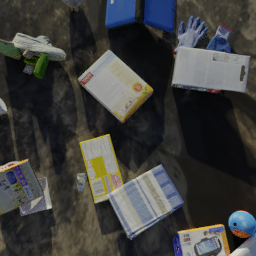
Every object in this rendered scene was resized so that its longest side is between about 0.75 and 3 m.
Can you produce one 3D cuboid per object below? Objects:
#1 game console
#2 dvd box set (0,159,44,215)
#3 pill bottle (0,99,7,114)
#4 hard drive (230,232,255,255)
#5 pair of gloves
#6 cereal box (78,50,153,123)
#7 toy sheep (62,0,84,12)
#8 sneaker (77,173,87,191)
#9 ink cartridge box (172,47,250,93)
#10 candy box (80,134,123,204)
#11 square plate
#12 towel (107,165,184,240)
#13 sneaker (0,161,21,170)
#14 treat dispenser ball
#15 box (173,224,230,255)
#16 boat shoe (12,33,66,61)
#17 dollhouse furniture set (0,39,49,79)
[{"bbox_3d":[0.557,-5.524,12.221,2.491,1.727,2.919,-4,76,31],"label":"game console"},{"bbox_3d":[-4.302,2.209,10.137,2.062,0.303,1.509,-24,103,-12],"label":"dvd box set"},{"bbox_3d":[-5.505,-0.640,10.968,1.293,0.731,0.731,-26,79,-4],"label":"pill bottle"},{"bbox_3d":[4.246,5.141,9.764,2.874,0.384,1.896,-37,93,-8],"label":"hard drive"},{"bbox_3d":[3.229,-3.601,11.827,2.539,0.289,2.041,24,81,6],"label":"pair of gloves"},{"bbox_3d":[-0.500,-1.686,11.299,2.528,0.500,1.819,44,82,8],"label":"cereal box"},{"bbox_3d":[-2.349,-5.677,11.790,1.225,1.225,1.777,-21,79,-4],"label":"toy sheep"},{"bbox_3d":[-1.463,1.665,8.717,0.293,0.786,0.342,7,109,-1],"label":"sneaker"},{"bbox_3d":[3.238,-2.235,11.128,2.794,0.703,1.522,9,87,6],"label":"ink cartridge box"},{"bbox_3d":[-0.974,1.540,10.722,1.221,0.316,2.389,-15,79,-6],"label":"candy box"},{"bbox_3d":[-3.546,2.581,10.585,1.197,0.170,1.186,-14,78,-3],"label":"square plate"},{"bbox_3d":[0.654,2.684,10.371,2.451,0.292,1.800,-28,80,-14],"label":"towel"},{"bbox_3d":[-4.536,1.742,10.496,1.326,0.472,0.746,-18,54,4],"label":"sneaker"},{"bbox_3d":[4.096,3.444,10.040,0.916,0.916,0.916,0,78,0],"label":"treat dispenser ball"},{"bbox_3d":[2.633,4.240,10.133,1.906,0.395,1.135,-9,79,-4],"label":"box"},{"bbox_3d":[-3.621,-3.409,11.496,2.366,0.825,0.842,14,83,6],"label":"boat shoe"},{"bbox_3d":[-4.382,-2.740,11.210,2.265,1.132,0.874,18,79,3],"label":"dollhouse furniture set"}]
